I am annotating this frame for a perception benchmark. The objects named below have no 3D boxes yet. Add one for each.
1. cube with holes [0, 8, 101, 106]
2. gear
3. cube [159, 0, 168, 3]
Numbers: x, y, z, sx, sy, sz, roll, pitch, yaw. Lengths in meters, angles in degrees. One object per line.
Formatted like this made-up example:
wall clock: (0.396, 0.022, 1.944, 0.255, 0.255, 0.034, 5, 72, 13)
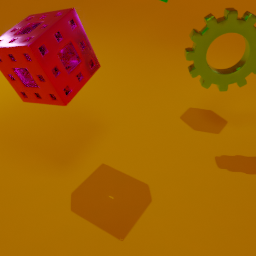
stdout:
cube with holes: (-1.596, -1.370, 5.506, 1.285, 1.285, 1.285, 8, 49, 33)
gear: (2.248, -1.740, 6.416, 1.818, 1.818, 0.336, 2, 33, 2)
cube: (0.875, -4.131, 7.535, 0.884, 0.884, 0.884, 22, 65, 5)
